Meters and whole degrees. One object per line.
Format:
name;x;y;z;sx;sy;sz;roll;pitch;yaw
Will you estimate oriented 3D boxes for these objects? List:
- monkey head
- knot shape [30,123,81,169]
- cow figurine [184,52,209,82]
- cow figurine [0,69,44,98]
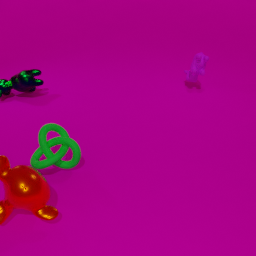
monkey head;-2.236;1.384;5.695;1.662;1.002;1.196;48;55;-5
knot shape;-1.746;0.563;7.038;1.195;0.590;1.277;21;70;5
cow figurine;2.668;-2.370;10.955;0.663;1.208;1.188;12;19;-6
cow figurine;-4.131;-1.672;10.333;1.574;0.878;1.600;-12;-1;-44
